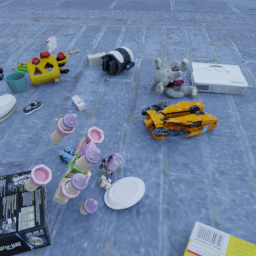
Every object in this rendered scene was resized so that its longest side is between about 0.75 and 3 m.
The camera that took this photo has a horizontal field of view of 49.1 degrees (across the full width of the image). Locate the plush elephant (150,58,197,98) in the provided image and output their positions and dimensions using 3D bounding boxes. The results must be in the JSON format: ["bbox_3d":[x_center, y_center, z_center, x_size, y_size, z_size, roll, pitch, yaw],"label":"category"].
[{"bbox_3d":[1.732,-2.081,11.666,2.038,1.678,1.578,-8,-4,16],"label":"plush elephant"}]

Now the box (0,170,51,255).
[{"bbox_3d":[-2.840,2.087,7.015,1.571,0.826,1.919,-11,39,-14],"label":"box"}]

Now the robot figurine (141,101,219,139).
[{"bbox_3d":[1.783,-0.269,10.126,2.608,0.759,1.891,-10,39,-14],"label":"robot figurine"}]

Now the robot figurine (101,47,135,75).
[{"bbox_3d":[-0.508,-3.261,13.716,1.360,1.130,1.810,54,48,-6],"label":"robot figurine"}]

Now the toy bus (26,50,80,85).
[{"bbox_3d":[-3.495,-2.672,12.853,2.291,1.184,2.162,-13,5,29],"label":"toy bus"}]

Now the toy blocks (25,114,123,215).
[{"bbox_3d":[-1.019,0.867,7.057,2.215,1.865,2.070,32,47,-18],"label":"toy blocks"}]

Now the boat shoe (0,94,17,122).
[{"bbox_3d":[-5.397,-0.646,10.432,1.056,0.966,2.825,21,42,24],"label":"boat shoe"}]

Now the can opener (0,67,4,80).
[{"bbox_3d":[-6.807,-2.568,13.248,1.798,0.570,0.707,-4,39,-6],"label":"can opener"}]

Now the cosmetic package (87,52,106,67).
[{"bbox_3d":[-1.606,-3.576,14.601,0.993,0.513,0.433,-14,40,-20],"label":"cosmetic package"}]

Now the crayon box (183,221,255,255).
[{"bbox_3d":[1.722,3.226,5.739,1.474,0.590,2.322,18,40,22],"label":"crayon box"}]

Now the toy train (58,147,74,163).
[{"bbox_3d":[-1.828,0.926,8.955,0.773,0.335,0.441,23,52,24],"label":"toy train"}]

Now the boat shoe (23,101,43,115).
[{"bbox_3d":[-3.825,-0.883,11.299,0.358,0.286,0.948,17,41,20],"label":"boat shoe"}]

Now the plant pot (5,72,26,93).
[{"bbox_3d":[-4.892,-1.976,12.379,0.856,0.687,0.856,-1,38,1],"label":"plant pot"}]

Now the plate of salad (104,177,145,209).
[{"bbox_3d":[-0.080,1.810,7.742,1.190,0.286,1.190,-15,30,9],"label":"plate of salad"}]

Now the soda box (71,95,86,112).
[{"bbox_3d":[-2.023,-1.016,11.458,0.284,0.265,0.834,-28,44,-15],"label":"soda box"}]

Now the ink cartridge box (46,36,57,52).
[{"bbox_3d":[-4.450,-4.752,16.019,0.288,0.624,1.146,8,38,10],"label":"ink cartridge box"}]

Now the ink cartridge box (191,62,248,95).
[{"bbox_3d":[4.098,-2.322,12.936,2.325,0.506,2.018,5,37,4],"label":"ink cartridge box"}]

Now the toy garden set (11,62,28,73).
[{"bbox_3d":[-5.362,-2.986,14.104,0.867,0.207,1.039,12,40,12],"label":"toy garden set"}]
